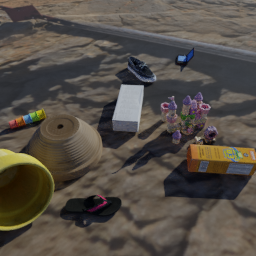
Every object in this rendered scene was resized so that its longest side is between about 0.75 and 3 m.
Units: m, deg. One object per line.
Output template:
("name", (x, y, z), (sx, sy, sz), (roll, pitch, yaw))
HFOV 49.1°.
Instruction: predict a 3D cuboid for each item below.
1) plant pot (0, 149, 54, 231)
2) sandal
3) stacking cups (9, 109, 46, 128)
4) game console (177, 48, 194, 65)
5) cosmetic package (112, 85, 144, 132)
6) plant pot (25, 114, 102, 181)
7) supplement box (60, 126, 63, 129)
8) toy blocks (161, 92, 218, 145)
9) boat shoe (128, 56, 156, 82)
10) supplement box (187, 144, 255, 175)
("plant pot", (-3.604, 1.591, 8.378), (2.126, 2.126, 2.000), (-29, 35, -28))
("sandal", (-1.069, 2.343, 8.617), (1.756, 0.396, 0.659), (-1, 38, 0))
("stacking cups", (-4.177, -0.389, 11.602), (1.460, 0.442, 0.442), (-19, 46, -21))
("game console", (3.174, -4.009, 15.476), (0.880, 0.606, 1.021), (7, 42, 8))
("cosmetic package", (0.048, -0.898, 12.013), (1.047, 0.642, 2.537), (5, 42, 6))
("plant pot", (-2.356, 0.408, 10.112), (2.804, 1.294, 2.804), (0, 41, 0))
("supplement box", (-2.240, 0.203, 11.072), (0.933, 0.284, 0.508), (8, 43, 8))
("toy blocks", (2.386, -0.548, 10.887), (1.828, 1.646, 1.956), (-7, 43, -9))
("boat shoe", (0.690, -3.061, 14.352), (0.746, 0.705, 2.080), (-23, 47, -23))
("supplement box", (3.238, 1.104, 9.740), (2.258, 0.777, 0.751), (4, 45, 1))
